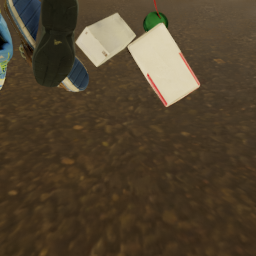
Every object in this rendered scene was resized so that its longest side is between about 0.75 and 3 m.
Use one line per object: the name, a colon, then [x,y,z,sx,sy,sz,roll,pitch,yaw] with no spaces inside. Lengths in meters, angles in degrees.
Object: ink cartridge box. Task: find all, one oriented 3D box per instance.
ink cartridge box: [0.747,-1.410,6.383,0.845,1.450,2.003,-32,9,9]

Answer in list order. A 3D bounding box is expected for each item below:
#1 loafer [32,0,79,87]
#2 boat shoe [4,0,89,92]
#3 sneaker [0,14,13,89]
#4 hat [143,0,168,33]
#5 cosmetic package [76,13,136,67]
loafer: [-1.271,-1.605,4.965,0.728,1.999,0.723,8,46,-22]
boat shoe: [-1.830,-1.649,5.954,0.871,2.407,0.869,-2,48,32]
sneaker: [-2.732,-1.385,5.410,0.878,2.319,1.218,-16,51,-29]
hat: [0.741,-3.240,8.159,0.757,0.914,0.805,-32,-10,7]
cosmetic package: [-0.763,-3.289,10.333,1.210,0.870,2.143,50,45,-6]
